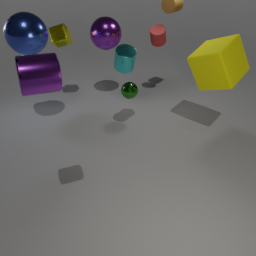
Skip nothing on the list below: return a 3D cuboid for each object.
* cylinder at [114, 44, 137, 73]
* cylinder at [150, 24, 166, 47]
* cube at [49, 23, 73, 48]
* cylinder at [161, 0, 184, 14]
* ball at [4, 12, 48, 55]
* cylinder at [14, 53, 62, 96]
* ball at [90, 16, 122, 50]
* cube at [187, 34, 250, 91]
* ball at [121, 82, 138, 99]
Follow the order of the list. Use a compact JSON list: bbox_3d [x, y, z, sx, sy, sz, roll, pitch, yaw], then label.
[{"bbox_3d":[-0.103,-2.312,9.361,0.700,0.700,0.700,4,53,-6],"label":"cylinder"},{"bbox_3d":[1.345,-4.122,12.500,0.700,0.700,0.700,-5,59,8],"label":"cylinder"},{"bbox_3d":[-2.869,-3.942,11.992,0.700,0.700,0.700,-14,-2,10],"label":"cube"},{"bbox_3d":[1.882,-5.249,11.831,0.700,0.700,0.700,22,39,32],"label":"cylinder"},{"bbox_3d":[-3.412,-3.161,9.432,1.400,1.400,1.400,0,32,0],"label":"ball"},{"bbox_3d":[-1.593,-0.957,4.999,0.700,0.700,0.700,-11,33,-20],"label":"cylinder"},{"bbox_3d":[-0.979,-4.158,12.323,1.400,1.400,1.400,0,32,0],"label":"ball"},{"bbox_3d":[3.265,-2.320,10.105,1.400,1.400,1.400,-43,28,-28],"label":"cube"},{"bbox_3d":[0.062,-1.524,11.355,0.700,0.700,0.700,0,32,0],"label":"ball"}]
